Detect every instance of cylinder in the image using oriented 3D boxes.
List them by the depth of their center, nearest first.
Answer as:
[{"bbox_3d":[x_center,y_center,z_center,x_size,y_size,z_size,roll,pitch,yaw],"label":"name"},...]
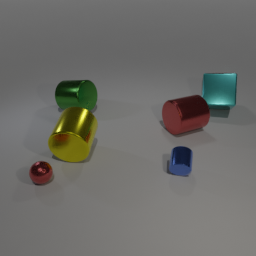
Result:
[{"bbox_3d":[1.691,1.050,8.907,0.700,0.700,0.700,6,53,11],"label":"cylinder"},{"bbox_3d":[-1.860,0.215,9.661,1.400,1.400,1.400,4,41,7],"label":"cylinder"},{"bbox_3d":[2.314,-0.549,11.313,1.400,1.400,1.400,-13,31,-22],"label":"cylinder"},{"bbox_3d":[-2.348,-1.482,12.780,1.400,1.400,1.400,5,27,32],"label":"cylinder"}]

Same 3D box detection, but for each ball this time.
[{"bbox_3d":[-2.659,1.357,8.567,0.700,0.700,0.700,0,29,0],"label":"ball"}]

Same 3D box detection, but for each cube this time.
[{"bbox_3d":[4.080,-1.626,12.691,1.400,1.400,1.400,3,-3,13],"label":"cube"}]
